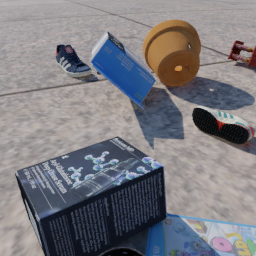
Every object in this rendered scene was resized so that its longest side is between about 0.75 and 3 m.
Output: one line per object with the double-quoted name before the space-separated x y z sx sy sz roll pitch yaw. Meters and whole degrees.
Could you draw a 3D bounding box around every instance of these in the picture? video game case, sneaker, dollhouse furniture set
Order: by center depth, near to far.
"video game case" 1.521 2.146 4.155 2.547 0.227 1.823 5 31 9
"sneaker" 2.617 -0.110 7.696 0.834 0.628 1.785 -9 29 -42
"sneaker" -2.404 -2.925 11.853 0.930 1.049 2.482 -24 39 -34
"dollhouse furniture set" 5.867 -3.295 12.890 2.231 0.907 1.200 1 26 -34

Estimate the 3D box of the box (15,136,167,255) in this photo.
"box" -0.608 1.138 4.760 2.057 1.101 1.527 -18 26 -27

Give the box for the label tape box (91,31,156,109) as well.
"label tape box" -0.144 -2.005 9.166 2.060 0.950 2.875 37 15 -20

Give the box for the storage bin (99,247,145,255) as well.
"storage bin" 0.403 2.617 2.099 2.848 1.335 1.926 23 44 34

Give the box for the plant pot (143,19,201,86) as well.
"plant pot" 1.743 -2.665 10.550 2.252 2.252 1.576 -2 47 -4

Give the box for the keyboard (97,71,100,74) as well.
"keyboard" -0.891 -2.403 11.925 0.830 0.086 0.528 2 31 1
